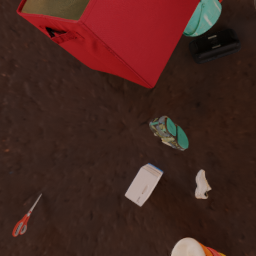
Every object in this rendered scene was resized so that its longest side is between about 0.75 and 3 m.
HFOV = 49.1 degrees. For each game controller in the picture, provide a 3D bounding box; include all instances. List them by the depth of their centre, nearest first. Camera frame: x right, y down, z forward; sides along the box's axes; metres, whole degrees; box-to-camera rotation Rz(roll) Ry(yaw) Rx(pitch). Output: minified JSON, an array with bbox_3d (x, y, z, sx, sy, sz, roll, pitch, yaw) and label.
[{"bbox_3d":[2.327,-2.204,7.510,1.345,0.283,0.701,-18,71,-2],"label":"game controller"}]

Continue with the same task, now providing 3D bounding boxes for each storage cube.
[{"bbox_3d":[-0.350,-2.602,5.993,2.319,2.439,2.713,26,87,40],"label":"storage cube"}]

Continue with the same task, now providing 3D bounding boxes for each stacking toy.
[{"bbox_3d":[2.127,3.480,6.804,1.927,1.408,1.408,13,87,-20],"label":"stacking toy"}]

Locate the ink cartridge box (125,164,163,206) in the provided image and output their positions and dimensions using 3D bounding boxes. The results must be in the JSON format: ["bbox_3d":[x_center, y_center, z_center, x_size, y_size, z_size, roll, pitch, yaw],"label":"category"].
[{"bbox_3d":[0.421,1.342,6.810,0.467,1.109,0.802,31,94,12],"label":"ink cartridge box"}]

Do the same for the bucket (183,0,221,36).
[{"bbox_3d":[1.636,-2.969,6.980,0.818,1.258,1.258,31,87,-35],"label":"bucket"}]

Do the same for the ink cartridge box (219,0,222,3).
[{"bbox_3d":[1.913,-3.687,7.326,1.293,0.306,1.035,36,113,3],"label":"ink cartridge box"}]

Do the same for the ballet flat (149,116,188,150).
[{"bbox_3d":[0.956,0.135,6.584,0.579,1.560,0.579,-14,60,24],"label":"ballet flat"}]

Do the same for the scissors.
[{"bbox_3d":[-2.567,2.210,7.158,0.080,0.423,1.156,20,80,28],"label":"scissors"}]

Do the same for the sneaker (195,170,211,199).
[{"bbox_3d":[1.972,1.462,7.231,0.380,0.298,0.765,4,97,40],"label":"sneaker"}]
